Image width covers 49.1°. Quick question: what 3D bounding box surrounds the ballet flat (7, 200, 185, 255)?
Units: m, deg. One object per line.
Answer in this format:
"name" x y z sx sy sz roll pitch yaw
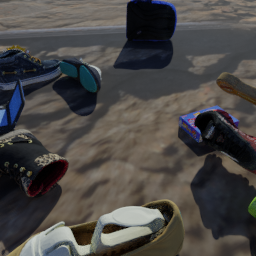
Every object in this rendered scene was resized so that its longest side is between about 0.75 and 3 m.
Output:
"ballet flat" -0.582 1.635 4.027 2.957 0.932 1.015 -12 34 -15

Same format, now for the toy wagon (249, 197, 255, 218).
"toy wagon" 2.925 1.771 4.178 2.812 0.556 2.182 -22 41 -26

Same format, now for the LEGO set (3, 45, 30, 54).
"LEGO set" -4.420 -3.013 11.140 1.011 0.376 0.465 -12 72 -23

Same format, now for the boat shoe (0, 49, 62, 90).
"boat shoe" -3.138 -2.069 9.095 2.312 1.050 0.818 -29 44 -34

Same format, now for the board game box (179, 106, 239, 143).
"board game box" 2.020 -0.126 7.052 1.222 0.274 0.822 -16 39 -21

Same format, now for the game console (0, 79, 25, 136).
"game console" -3.237 -0.508 7.091 1.242 0.861 1.455 -13 37 -18

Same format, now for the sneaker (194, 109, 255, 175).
"sneaker" 2.047 0.260 5.722 0.939 0.679 1.922 4 35 -33

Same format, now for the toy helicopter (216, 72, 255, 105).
"toy helicopter" 2.975 -0.536 5.855 2.514 1.663 0.992 34 89 27

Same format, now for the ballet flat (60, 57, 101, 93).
"ballet flat" -1.351 -1.794 8.998 0.821 0.821 2.247 -26 41 -32

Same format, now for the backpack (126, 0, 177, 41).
"backpack" 1.104 -4.851 12.412 2.133 1.733 1.790 6 34 10

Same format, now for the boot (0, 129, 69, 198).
"boot" -2.309 0.824 5.369 1.538 0.747 2.043 24 36 31
